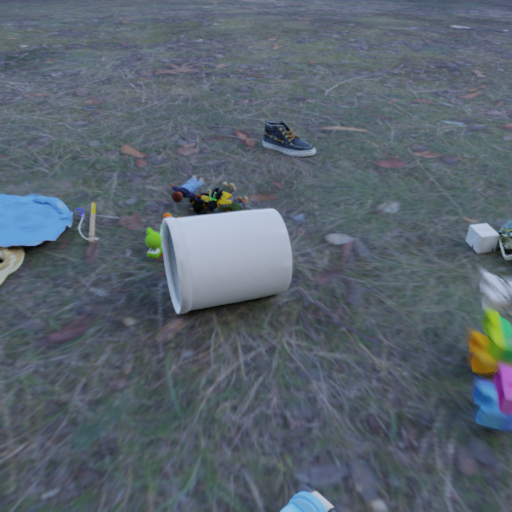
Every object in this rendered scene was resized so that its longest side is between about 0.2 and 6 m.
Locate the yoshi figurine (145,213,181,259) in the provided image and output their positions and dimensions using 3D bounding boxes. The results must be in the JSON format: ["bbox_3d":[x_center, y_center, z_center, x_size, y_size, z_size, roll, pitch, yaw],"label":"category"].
[{"bbox_3d":[-1.918,-0.445,11.508,0.623,0.621,1.108,-25,29,46],"label":"yoshi figurine"}]

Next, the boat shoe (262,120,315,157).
[{"bbox_3d":[0.928,-3.412,16.217,1.723,0.782,0.610,19,37,27],"label":"boat shoe"}]

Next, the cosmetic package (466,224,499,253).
[{"bbox_3d":[4.774,-0.372,11.826,0.417,0.417,0.505,-6,33,-10],"label":"cosmetic package"}]

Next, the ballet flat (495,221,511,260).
[{"bbox_3d":[5.361,0.019,11.145,0.742,0.742,1.999,-3,31,-5],"label":"ballet flat"}]

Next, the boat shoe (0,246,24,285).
[{"bbox_3d":[-5.039,0.111,10.995,0.558,0.501,1.509,1,33,2],"label":"boat shoe"}]

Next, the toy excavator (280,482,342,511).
[{"bbox_3d":[0.286,3.163,6.080,1.175,1.142,0.587,7,19,-48],"label":"toy excavator"}]

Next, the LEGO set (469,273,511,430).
[{"bbox_3d":[3.906,1.578,8.168,1.225,1.139,2.985,13,33,10],"label":"LEGO set"}]

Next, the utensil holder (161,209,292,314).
[{"bbox_3d":[-0.557,0.053,10.059,2.004,1.703,1.703,-8,33,-17],"label":"utensil holder"}]

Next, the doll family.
[{"bbox_3d":[-1.143,-1.343,13.141,1.889,0.741,1.092,10,38,24],"label":"doll family"}]

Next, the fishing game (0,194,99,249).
[{"bbox_3d":[-5.302,-0.711,12.309,3.489,0.542,2.498,-3,32,-18],"label":"fishing game"}]
